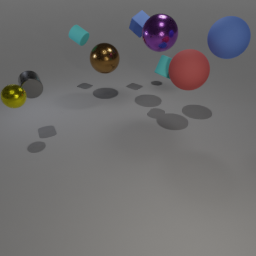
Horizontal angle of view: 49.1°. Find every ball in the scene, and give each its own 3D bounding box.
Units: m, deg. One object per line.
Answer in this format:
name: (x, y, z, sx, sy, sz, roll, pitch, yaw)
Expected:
ball: (2.109, -2.005, 9.698, 1.400, 1.400, 1.400, 0, 30, 0)
ball: (-3.290, -0.912, 8.068, 0.700, 0.700, 0.700, 0, 30, 0)
ball: (1.235, -3.661, 10.807, 1.400, 1.400, 1.400, 0, 30, 0)
ball: (-1.084, -3.238, 13.037, 1.400, 1.400, 1.400, 0, 30, 0)
ball: (3.446, -3.088, 9.607, 1.400, 1.400, 1.400, 0, 30, 0)

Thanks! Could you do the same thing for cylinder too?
cylinder: (-3.183, -1.422, 9.142, 0.700, 0.700, 0.700, -12, 37, -21)
cylinder: (-2.286, -4.329, 13.085, 0.700, 0.700, 0.700, 37, 38, 7)
cylinder: (1.448, -2.290, 10.558, 0.700, 0.700, 0.700, 23, 12, -5)

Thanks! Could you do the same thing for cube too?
cube: (0.574, -4.631, 12.500, 0.700, 0.700, 0.700, 44, 69, 5)
